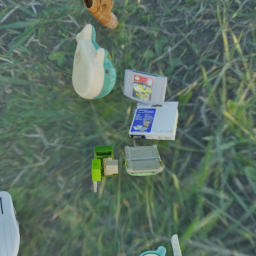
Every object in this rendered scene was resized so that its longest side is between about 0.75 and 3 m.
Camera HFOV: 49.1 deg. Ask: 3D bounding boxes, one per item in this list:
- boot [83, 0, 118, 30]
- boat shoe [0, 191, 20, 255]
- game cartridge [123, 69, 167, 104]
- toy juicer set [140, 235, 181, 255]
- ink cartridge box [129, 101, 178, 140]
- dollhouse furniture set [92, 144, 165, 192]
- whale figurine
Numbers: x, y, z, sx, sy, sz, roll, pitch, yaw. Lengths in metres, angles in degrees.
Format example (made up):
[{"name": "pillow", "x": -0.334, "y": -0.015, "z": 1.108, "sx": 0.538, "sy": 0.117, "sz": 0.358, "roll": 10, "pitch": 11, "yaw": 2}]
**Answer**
[{"name": "boot", "x": -1.092, "y": -4.411, "z": 9.719, "sx": 0.681, "sy": 1.430, "sz": 1.849, "roll": -37, "pitch": 63, "yaw": 22}, {"name": "boat shoe", "x": -2.784, "y": 2.350, "z": 6.494, "sx": 0.650, "sy": 0.640, "sz": 1.804, "roll": -14, "pitch": 51, "yaw": -8}, {"name": "game cartridge", "x": 0.458, "y": -1.157, "z": 8.014, "sx": 1.265, "sy": 0.842, "sz": 0.259, "roll": 16, "pitch": 31, "yaw": 22}, {"name": "toy juicer set", "x": 0.630, "y": 3.291, "z": 6.128, "sx": 1.838, "sy": 0.500, "sz": 1.170, "roll": -26, "pitch": 64, "yaw": -14}, {"name": "ink cartridge box", "x": 0.758, "y": -0.224, "z": 7.857, "sx": 1.224, "sy": 0.291, "sz": 1.238, "roll": 1, "pitch": 47, "yaw": 20}, {"name": "dollhouse furniture set", "x": -0.020, "y": 1.042, "z": 6.924, "sx": 1.671, "sy": 0.839, "sz": 1.095, "roll": -3, "pitch": 28, "yaw": -3}, {"name": "whale figurine", "x": -1.000, "y": -1.934, "z": 8.408, "sx": 1.117, "sy": 1.713, "sz": 2.153, "roll": -1, "pitch": 77, "yaw": -36}]
